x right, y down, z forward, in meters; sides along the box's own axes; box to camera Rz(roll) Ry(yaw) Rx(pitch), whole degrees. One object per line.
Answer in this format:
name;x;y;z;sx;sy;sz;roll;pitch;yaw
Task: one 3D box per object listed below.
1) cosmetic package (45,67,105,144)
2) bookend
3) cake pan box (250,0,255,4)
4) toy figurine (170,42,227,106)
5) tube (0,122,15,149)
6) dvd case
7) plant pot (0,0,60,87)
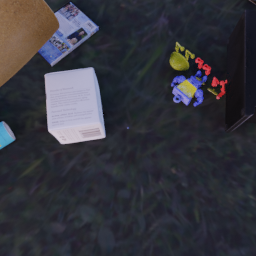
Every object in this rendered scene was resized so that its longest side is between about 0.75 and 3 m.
cosmetic package;-1.262;-0.507;6.876;1.189;1.187;1.441;-9;71;-2
bookend;4.093;-1.251;7.048;2.871;1.322;2.853;6;72;2
cake pan box;4.131;-4.481;8.606;1.421;0.404;1.543;41;76;14
toy figurine;1.494;-1.181;7.274;1.090;0.959;1.819;-44;76;-8
tube;-3.866;0.615;6.832;2.155;0.543;0.835;-32;113;-10
dvd case;-1.947;-2.789;8.170;1.868;0.164;1.333;-42;76;-12
plant pot;-2.901;-1.437;4.715;2.423;2.423;2.600;31;85;10
